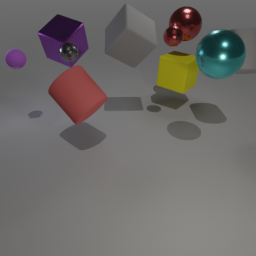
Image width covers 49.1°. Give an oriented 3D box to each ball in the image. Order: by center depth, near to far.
[{"bbox_3d":[2.674,-2.125,8.137,1.400,1.400,1.400,0,30,0],"label":"ball"},{"bbox_3d":[1.584,-3.200,9.796,0.700,0.700,0.700,0,30,0],"label":"ball"},{"bbox_3d":[-4.000,-2.463,9.994,0.700,0.700,0.700,0,30,0],"label":"ball"},{"bbox_3d":[-2.195,-2.814,10.408,0.700,0.700,0.700,0,30,0],"label":"ball"},{"bbox_3d":[2.431,-4.408,11.895,1.400,1.400,1.400,0,30,0],"label":"ball"}]

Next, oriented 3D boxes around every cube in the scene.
[{"bbox_3d":[0.085,-3.389,10.435,1.400,1.400,1.400,21,51,-31],"label":"cube"},{"bbox_3d":[-2.731,-3.742,12.034,1.400,1.400,1.400,25,62,17],"label":"cube"},{"bbox_3d":[2.299,-2.585,12.804,1.400,1.400,1.400,23,35,28],"label":"cube"}]

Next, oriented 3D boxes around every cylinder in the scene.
[{"bbox_3d":[-1.624,-1.074,9.179,1.400,1.400,1.400,49,42,1],"label":"cylinder"},{"bbox_3d":[4.020,-2.693,9.943,1.400,1.400,1.400,2,5,0],"label":"cylinder"}]
